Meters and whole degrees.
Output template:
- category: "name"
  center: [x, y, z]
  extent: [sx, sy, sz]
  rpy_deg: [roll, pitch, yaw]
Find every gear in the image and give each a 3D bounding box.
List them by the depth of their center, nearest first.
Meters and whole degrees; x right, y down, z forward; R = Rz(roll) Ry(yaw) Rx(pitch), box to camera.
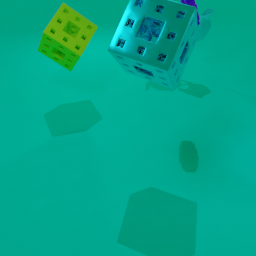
- category: "gear"
  center: [1.464, -2.998, 6.786]
  extent: [0.201, 1.087, 1.087]
  rpy_deg: [-19, 36, 11]

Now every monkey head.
- category: "monkey head"
  center: [2.344, -3.590, 9.872]
  extent: [1.062, 1.476, 0.889]
  rpy_deg: [41, 37, 16]

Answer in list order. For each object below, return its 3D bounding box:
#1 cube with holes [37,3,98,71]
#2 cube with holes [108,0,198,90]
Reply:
- category: "cube with holes"
  center: [-1.832, -2.685, 8.445]
  extent: [1.173, 1.173, 1.173]
  rpy_deg: [31, 68, -17]
- category: "cube with holes"
  center: [0.523, -1.572, 5.228]
  extent: [1.149, 1.149, 1.149]
  rpy_deg: [24, -1, 17]
